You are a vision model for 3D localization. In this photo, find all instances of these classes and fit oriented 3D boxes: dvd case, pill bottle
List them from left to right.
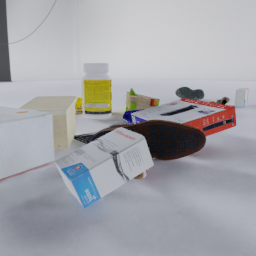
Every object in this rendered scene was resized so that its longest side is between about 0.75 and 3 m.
[{"bbox_3d":[-1.373,-1.653,12.270,1.327,2.321,1.327,0,12,0],"label":"pill bottle"},{"bbox_3d":[-0.888,0.276,8.537,1.214,0.150,0.912,-9,15,-40],"label":"dvd case"}]

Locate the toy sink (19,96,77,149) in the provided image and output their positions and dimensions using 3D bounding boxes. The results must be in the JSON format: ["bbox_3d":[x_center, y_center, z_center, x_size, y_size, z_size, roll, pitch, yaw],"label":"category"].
[{"bbox_3d":[-2.296,-0.197,8.357,1.359,1.168,2.084,-1,17,-3],"label":"toy sink"}]

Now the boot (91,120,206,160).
[{"bbox_3d":[0.498,0.163,7.071,2.705,1.010,1.311,-1,14,4],"label":"boot"}]

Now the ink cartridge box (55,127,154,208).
[{"bbox_3d":[-0.424,0.615,4.909,1.407,0.589,1.021,-28,22,-20],"label":"ink cartridge box"}]

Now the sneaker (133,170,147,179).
[{"bbox_3d":[0.254,0.686,5.907,0.737,0.467,1.311,-9,13,-24],"label":"sneaker"}]

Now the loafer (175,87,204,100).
[{"bbox_3d":[3.981,-2.164,18.543,2.583,0.928,0.813,-1,-8,-38],"label":"loafer"}]

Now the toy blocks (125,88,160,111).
[{"bbox_3d":[0.807,-1.186,13.518,1.649,1.206,2.413,10,12,-8],"label":"toy blocks"}]

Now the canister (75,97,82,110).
[{"bbox_3d":[-1.828,-1.156,13.824,1.472,0.637,1.093,6,4,17],"label":"canister"}]

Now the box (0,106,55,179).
[{"bbox_3d":[-3.022,0.228,6.341,2.181,1.160,1.661,9,15,35],"label":"box"}]

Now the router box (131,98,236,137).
[{"bbox_3d":[1.640,-0.265,8.871,2.286,0.622,2.548,-17,18,-20],"label":"router box"}]

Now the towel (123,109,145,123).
[{"bbox_3d":[1.184,-0.454,11.117,2.386,0.591,1.762,-6,7,-24],"label":"towel"}]

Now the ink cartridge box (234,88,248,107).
[{"bbox_3d":[6.525,-1.767,16.052,0.547,0.945,1.626,7,14,28],"label":"ink cartridge box"}]

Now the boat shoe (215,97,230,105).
[{"bbox_3d":[5.506,-1.510,16.088,1.294,0.465,0.385,-15,23,-39],"label":"boat shoe"}]

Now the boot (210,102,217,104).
[{"bbox_3d":[3.875,-0.887,13.331,1.061,0.524,1.367,-14,23,-31],"label":"boot"}]

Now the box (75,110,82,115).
[{"bbox_3d":[-2.528,-0.733,13.309,0.922,0.098,0.754,-7,14,-32],"label":"box"}]
